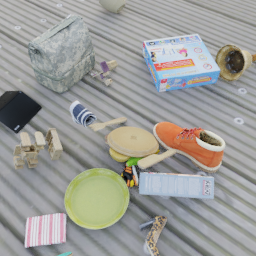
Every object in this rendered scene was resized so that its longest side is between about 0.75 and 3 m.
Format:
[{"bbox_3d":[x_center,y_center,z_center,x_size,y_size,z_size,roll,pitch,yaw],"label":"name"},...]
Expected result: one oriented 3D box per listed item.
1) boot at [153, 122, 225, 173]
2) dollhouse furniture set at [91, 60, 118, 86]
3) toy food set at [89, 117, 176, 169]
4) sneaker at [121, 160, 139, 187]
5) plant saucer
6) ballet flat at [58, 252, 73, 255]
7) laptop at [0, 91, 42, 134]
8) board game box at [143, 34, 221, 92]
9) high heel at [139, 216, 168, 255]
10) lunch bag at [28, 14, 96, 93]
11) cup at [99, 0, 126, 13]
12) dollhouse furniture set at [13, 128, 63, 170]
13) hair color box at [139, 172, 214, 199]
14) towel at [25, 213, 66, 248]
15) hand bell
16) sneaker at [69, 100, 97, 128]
[{"bbox_3d":[2.018,0.312,9.395,2.617,1.403,0.982,30,60,23],"label":"boot"},{"bbox_3d":[-0.966,-2.385,12.286,0.876,0.978,1.234,-18,13,37],"label":"dollhouse furniture set"},{"bbox_3d":[0.101,0.574,9.583,1.916,0.557,2.775,-16,38,-39],"label":"toy food set"},{"bbox_3d":[-0.021,1.398,9.165,0.505,0.393,1.123,-13,55,-11],"label":"sneaker"},{"bbox_3d":[-0.944,2.170,8.630,1.966,0.305,1.966,0,53,0],"label":"plant saucer"},{"bbox_3d":[-2.014,3.655,7.505,1.131,0.399,0.369,-14,80,-7],"label":"ballet flat"},{"bbox_3d":[-4.568,-0.671,10.958,1.713,0.884,1.518,5,47,37],"label":"laptop"},{"bbox_3d":[2.230,-2.917,12.271,2.661,0.744,2.605,-9,53,-7],"label":"board game box"},{"bbox_3d":[0.902,3.060,7.836,0.869,0.435,1.219,-20,46,-7],"label":"high heel"},{"bbox_3d":[-2.688,-3.140,11.517,1.825,2.197,2.619,30,58,21],"label":"lunch bag"},{"bbox_3d":[-0.702,-6.796,15.026,1.389,1.389,0.993,-42,94,-27],"label":"cup"},{"bbox_3d":[-3.046,0.578,9.313,1.424,1.248,0.946,-2,49,-35],"label":"dollhouse furniture set"},{"bbox_3d":[1.394,1.698,8.419,2.100,1.040,0.637,4,83,2],"label":"hair color box"},{"bbox_3d":[-2.380,2.965,8.119,1.169,0.175,0.855,-7,53,-2],"label":"towel"},{"bbox_3d":[5.409,-3.054,12.311,2.934,1.528,1.528,-17,53,-29],"label":"hand bell"},{"bbox_3d":[-1.386,-0.275,9.033,0.796,1.467,0.514,39,77,15],"label":"sneaker"}]
